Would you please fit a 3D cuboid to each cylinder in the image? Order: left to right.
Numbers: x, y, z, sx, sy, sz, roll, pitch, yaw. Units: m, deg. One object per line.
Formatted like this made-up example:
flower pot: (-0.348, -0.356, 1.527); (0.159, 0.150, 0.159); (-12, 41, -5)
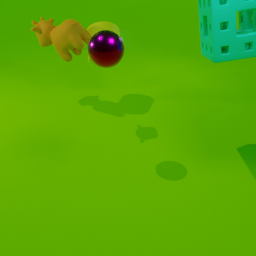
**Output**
cylinder: (-0.773, -2.656, 9.042); (1.081, 1.081, 1.081); (-4, 75, -5)

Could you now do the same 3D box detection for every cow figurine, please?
cow figurine: (-2.110, -2.945, 8.721); (1.731, 1.703, 0.950); (-25, 18, 50)

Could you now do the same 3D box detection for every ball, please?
ball: (-0.442, -1.599, 5.685); (0.739, 0.739, 0.739); (0, 35, 0)

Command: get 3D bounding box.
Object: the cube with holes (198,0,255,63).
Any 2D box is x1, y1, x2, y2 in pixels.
cube with holes: (2.250, -2.185, 5.746); (1.308, 1.308, 1.308); (-8, 21, 6)
